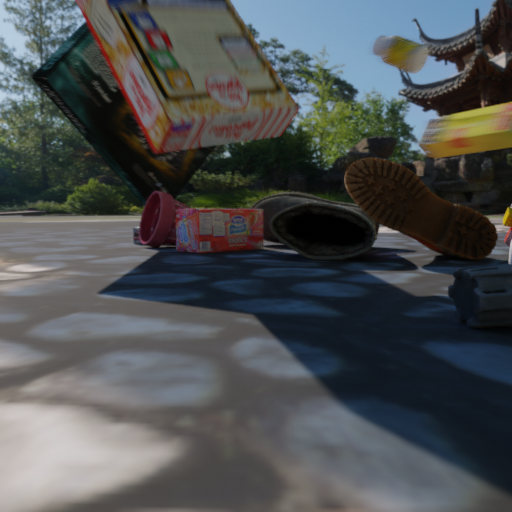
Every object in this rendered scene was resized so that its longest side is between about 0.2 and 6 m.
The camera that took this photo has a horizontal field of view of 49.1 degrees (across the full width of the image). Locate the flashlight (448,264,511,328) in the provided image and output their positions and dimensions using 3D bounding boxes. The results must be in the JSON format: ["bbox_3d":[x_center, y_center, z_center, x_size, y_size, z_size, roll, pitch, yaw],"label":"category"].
[{"bbox_3d":[2.494,0.249,4.416,1.869,0.633,0.635,-4,48,-3],"label":"flashlight"}]

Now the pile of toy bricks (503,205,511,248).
[{"bbox_3d":[5.223,-0.350,7.212,3.433,1.905,1.695,11,46,9],"label":"pile of toy bricks"}]

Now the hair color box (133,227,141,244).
[{"bbox_3d":[-2.599,-0.533,13.911,0.655,0.401,1.322,0,4,0],"label":"hair color box"}]

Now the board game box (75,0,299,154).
[{"bbox_3d":[-1.010,-2.939,8.098,2.214,2.923,0.677,-16,-21,-35],"label":"board game box"}]

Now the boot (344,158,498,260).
[{"bbox_3d":[2.688,-0.750,9.881,2.725,1.022,1.461,31,0,-1],"label":"boot"}]

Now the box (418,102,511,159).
[{"bbox_3d":[3.944,-2.275,10.294,0.465,0.698,1.854,36,-17,-30],"label":"box"}]

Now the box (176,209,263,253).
[{"bbox_3d":[-0.727,-0.543,11.434,1.708,0.877,0.809,-6,8,-42],"label":"box"}]

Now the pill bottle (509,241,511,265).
[{"bbox_3d":[3.346,0.093,6.163,1.004,0.557,0.557,3,6,28],"label":"pill bottle"}]

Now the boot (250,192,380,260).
[{"bbox_3d":[0.889,-0.574,11.084,3.290,1.313,3.619,0,12,19],"label":"boot"}]

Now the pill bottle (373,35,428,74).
[{"bbox_3d":[2.689,-3.818,10.516,0.938,0.526,0.526,34,23,29],"label":"pill bottle"}]

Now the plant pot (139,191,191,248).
[{"bbox_3d":[-1.831,-0.708,12.291,1.101,1.230,1.230,14,-2,-29],"label":"plant pot"}]

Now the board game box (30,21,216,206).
[{"bbox_3d":[-2.495,-3.262,12.382,0.591,2.840,4.199,20,-23,38],"label":"board game box"}]
